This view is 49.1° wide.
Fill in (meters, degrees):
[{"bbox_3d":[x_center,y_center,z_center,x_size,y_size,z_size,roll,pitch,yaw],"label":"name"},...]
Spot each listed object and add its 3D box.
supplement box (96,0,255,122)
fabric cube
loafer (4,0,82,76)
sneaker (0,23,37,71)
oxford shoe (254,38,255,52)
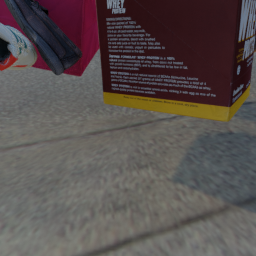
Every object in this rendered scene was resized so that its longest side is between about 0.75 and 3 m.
[{"bbox_3d":[0.991,-1.848,5.519,2.674,2.711,1.800,11,26,31],"label":"supplement box"},{"bbox_3d":[-2.175,-3.456,8.469,2.537,2.586,2.578,13,37,3],"label":"fabric cube"},{"bbox_3d":[-2.096,-2.470,6.791,0.826,0.942,2.622,-33,82,-15],"label":"loafer"},{"bbox_3d":[-2.571,-1.517,5.558,1.346,1.014,2.880,49,3,13],"label":"sneaker"},{"bbox_3d":[3.388,-2.429,6.642,1.892,0.674,0.686,-35,-4,-9],"label":"oxford shoe"}]
